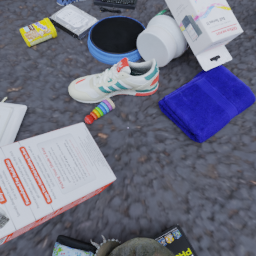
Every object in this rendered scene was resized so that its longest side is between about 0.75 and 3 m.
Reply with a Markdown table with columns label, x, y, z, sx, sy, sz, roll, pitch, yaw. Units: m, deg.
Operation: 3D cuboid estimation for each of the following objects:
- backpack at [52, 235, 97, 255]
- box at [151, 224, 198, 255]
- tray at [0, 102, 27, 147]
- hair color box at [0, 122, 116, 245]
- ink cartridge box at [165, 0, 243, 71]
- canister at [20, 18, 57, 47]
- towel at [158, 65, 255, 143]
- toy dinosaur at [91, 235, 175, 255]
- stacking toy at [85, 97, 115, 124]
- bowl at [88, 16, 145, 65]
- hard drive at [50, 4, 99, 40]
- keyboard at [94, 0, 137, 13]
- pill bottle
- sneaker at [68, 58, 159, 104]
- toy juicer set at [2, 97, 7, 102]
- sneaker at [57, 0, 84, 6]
| label | x | y | z | sx | sy | sz | roll | pitch | yaw |
| --- | --- | --- | --- | --- | --- | --- | --- | --- | --- |
| backpack | -1.320 | 3.148 | 6.203 | 1.020 | 0.962 | 1.251 | 19 | 72 | -1 |
| box | 0.714 | 3.328 | 6.284 | 1.940 | 0.429 | 1.554 | -23 | 61 | -14 |
| tray | -4.154 | 0.407 | 8.065 | 1.582 | 0.327 | 2.947 | 8 | 62 | 3 |
| hair color box | -1.903 | 1.094 | 5.860 | 2.941 | 0.940 | 1.631 | -19 | 71 | -41 |
| ink cartridge box | 2.469 | -3.260 | 8.659 | 1.544 | 0.887 | 2.637 | -27 | 87 | -29 |
| canister | -3.369 | -3.587 | 10.525 | 1.140 | 0.493 | 0.846 | -29 | 63 | -15 |
| towel | 2.493 | -0.894 | 8.756 | 2.632 | 0.652 | 1.943 | -35 | 64 | -19 |
| toy dinosaur | 0.175 | 2.726 | 5.639 | 2.349 | 0.904 | 1.201 | -18 | 74 | 23 |
| stacking toy | -0.907 | -0.489 | 8.704 | 1.023 | 0.437 | 0.437 | -41 | 66 | -14 |
| bowl | -0.366 | -3.308 | 10.370 | 2.296 | 0.451 | 2.296 | 0 | 58 | 0 |
| hard drive | -2.102 | -4.186 | 10.998 | 1.644 | 0.311 | 1.148 | 37 | 65 | 19 |
| keyboard | -0.564 | -5.178 | 11.688 | 1.781 | 0.183 | 1.132 | 9 | 59 | 6 |
| pill bottle | 1.655 | -3.455 | 9.792 | 1.574 | 1.574 | 2.784 | 34 | 62 | 19 |
| sneaker | -0.444 | -1.626 | 8.775 | 2.966 | 1.387 | 1.044 | -6 | 59 | -4 |
| toy juicer set | -4.442 | -0.836 | 8.957 | 0.951 | 0.259 | 0.605 | 5 | 58 | 2 |
| sneaker | -2.239 | -5.785 | 11.605 | 1.635 | 0.944 | 0.661 | -28 | 64 | -16 |
